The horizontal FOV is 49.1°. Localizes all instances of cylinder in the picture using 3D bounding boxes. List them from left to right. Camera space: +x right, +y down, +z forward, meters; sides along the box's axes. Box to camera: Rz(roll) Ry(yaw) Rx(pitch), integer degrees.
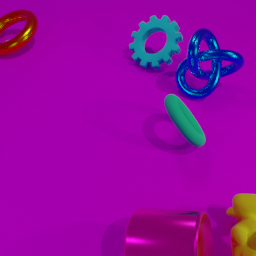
[{"bbox_3d":[0.679,1.888,4.486,1.139,1.139,1.139,-6,42,27],"label":"cylinder"}]

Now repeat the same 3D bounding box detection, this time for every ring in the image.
[{"bbox_3d":[-4.060,-3.356,9.756,2.042,0.408,2.042,-9,58,15],"label":"ring"},{"bbox_3d":[1.350,-0.187,6.643,0.288,1.441,1.441,-36,45,20],"label":"ring"}]

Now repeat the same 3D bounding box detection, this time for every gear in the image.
[{"bbox_3d":[0.869,-2.716,8.910,1.672,0.309,1.672,-5,79,25],"label":"gear"}]

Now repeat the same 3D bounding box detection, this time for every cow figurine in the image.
[{"bbox_3d":[2.135,1.914,4.839,0.818,1.466,1.490,-2,82,20],"label":"cow figurine"}]

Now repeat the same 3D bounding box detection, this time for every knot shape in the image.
[{"bbox_3d":[2.121,-1.833,7.662,1.884,1.763,0.870,-25,34,7],"label":"knot shape"}]
